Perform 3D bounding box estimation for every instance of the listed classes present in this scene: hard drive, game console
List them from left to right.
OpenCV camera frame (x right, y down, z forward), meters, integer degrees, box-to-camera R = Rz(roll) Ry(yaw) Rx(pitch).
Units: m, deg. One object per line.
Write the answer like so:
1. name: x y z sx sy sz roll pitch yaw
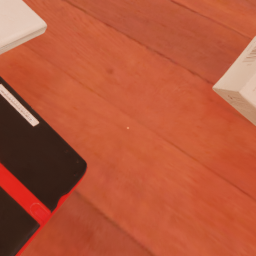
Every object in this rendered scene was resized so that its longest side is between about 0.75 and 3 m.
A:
1. game console: -2.147 0.251 3.386 2.997 0.465 2.651 46 34 -6
2. hard drive: -3.265 -2.350 6.052 1.754 0.355 2.659 43 43 -6

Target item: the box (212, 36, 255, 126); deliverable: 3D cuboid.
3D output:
1. box: 2.885 -0.558 4.426 2.278 1.211 1.735 38 98 -9
